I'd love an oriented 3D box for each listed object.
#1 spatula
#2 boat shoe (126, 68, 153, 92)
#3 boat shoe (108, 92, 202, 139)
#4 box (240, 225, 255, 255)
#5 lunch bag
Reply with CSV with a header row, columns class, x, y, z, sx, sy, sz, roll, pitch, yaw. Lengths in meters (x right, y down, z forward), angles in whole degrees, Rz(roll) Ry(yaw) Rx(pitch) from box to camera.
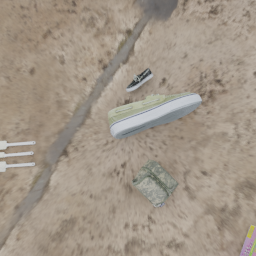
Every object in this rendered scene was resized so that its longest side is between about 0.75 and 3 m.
class,x,y,z,sx,sy,sz,roll,pitch,yaw
spatula,-3.215,0.771,7.850,1.233,0.099,0.857,-3,76,-4
boat shoe,0.292,-1.404,8.085,0.925,0.342,0.316,-33,118,-3
boat shoe,0.696,-0.527,7.704,2.648,0.953,0.821,-19,72,-4
box,3.697,3.492,6.790,1.753,0.848,1.542,23,83,5
lunch bag,0.677,1.437,7.212,1.007,0.702,0.844,46,79,-11
